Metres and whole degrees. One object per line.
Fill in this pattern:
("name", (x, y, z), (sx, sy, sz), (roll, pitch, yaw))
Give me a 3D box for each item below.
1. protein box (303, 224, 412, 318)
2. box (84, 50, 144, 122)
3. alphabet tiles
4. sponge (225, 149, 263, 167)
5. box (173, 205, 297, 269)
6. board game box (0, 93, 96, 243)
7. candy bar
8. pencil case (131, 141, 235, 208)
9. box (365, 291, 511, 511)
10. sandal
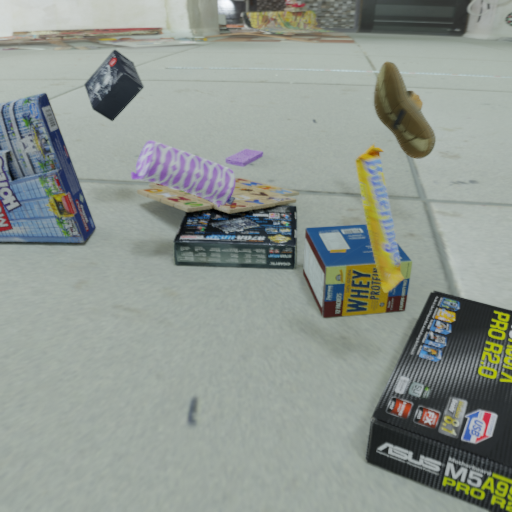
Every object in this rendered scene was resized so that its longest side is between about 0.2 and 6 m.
("protein box", (1.788, 0.224, 10.261), (1.540, 1.047, 1.551), (-4, 29, -7))
("box", (-3.120, -3.726, 12.251), (0.573, 1.101, 1.003), (26, 29, -49))
("alphabet tiles", (-0.942, -1.555, 13.712), (3.150, 0.120, 3.785), (-13, 22, -35))
("sponge", (-0.351, -3.016, 17.141), (0.652, 0.174, 1.169), (16, 33, 27))
("box", (-0.372, -0.475, 12.032), (2.523, 0.580, 2.005), (1, 29, 3))
("board game box", (-5.560, -1.548, 12.100), (3.144, 3.146, 0.970), (-12, 22, 7))
("candy bar", (1.585, -0.467, 7.166), (0.214, 1.933, 0.482), (7, 30, 45))
("pencil case", (-1.302, -1.519, 10.530), (1.889, 0.808, 0.793), (18, 41, -29))
("box", (3.291, 1.863, 7.557), (2.707, 0.748, 3.379), (14, 32, 25))
("sandal", (3.367, -3.222, 12.502), (0.705, 1.048, 2.610), (-7, 57, -24))
